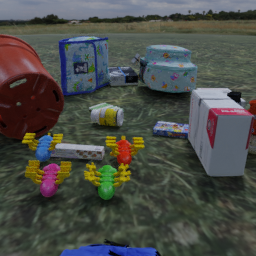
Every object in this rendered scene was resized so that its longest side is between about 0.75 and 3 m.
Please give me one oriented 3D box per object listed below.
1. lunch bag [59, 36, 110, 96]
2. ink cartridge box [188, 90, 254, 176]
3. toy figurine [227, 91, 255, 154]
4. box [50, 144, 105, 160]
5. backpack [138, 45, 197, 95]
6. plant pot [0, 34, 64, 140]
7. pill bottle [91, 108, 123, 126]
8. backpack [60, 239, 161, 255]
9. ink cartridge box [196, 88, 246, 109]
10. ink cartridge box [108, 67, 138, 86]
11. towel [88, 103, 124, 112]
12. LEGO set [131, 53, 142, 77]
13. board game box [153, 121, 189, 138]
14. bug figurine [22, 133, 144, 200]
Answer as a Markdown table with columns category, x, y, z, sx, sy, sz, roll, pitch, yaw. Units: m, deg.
| category | x | y | z | sx | sy | sz | roll | pitch | yaw |
| --- | --- | --- | --- | --- | --- | --- | --- | --- | --- |
| lunch bag | -2.053 | -2.870 | 12.633 | 1.732 | 2.311 | 2.718 | 12 | 25 | 28 |
| ink cartridge box | 2.119 | 0.020 | 6.797 | 0.837 | 1.458 | 2.008 | -1 | 23 | -1 |
| toy figurine | 3.747 | -0.213 | 7.663 | 2.021 | 1.406 | 1.990 | -6 | 18 | -10 |
| box | -1.276 | 0.588 | 7.011 | 1.363 | 0.264 | 0.282 | 3 | 23 | 7 |
| backpack | 1.798 | -2.547 | 12.310 | 2.367 | 2.064 | 2.692 | 2 | 29 | -11 |
| plant pot | -3.369 | -1.122 | 8.352 | 2.705 | 2.705 | 2.631 | -15 | 36 | -32 |
| pill bottle | -0.662 | -0.350 | 8.899 | 0.962 | 0.541 | 0.541 | 5 | 23 | 13 |
| backpack | 0.044 | 1.832 | 2.765 | 1.554 | 1.262 | 1.304 | 3 | 20 | 10 |
| ink cartridge box | 3.175 | -0.873 | 9.897 | 1.255 | 0.709 | 1.710 | 0 | 23 | -2 |
| ink cartridge box | -0.402 | -2.827 | 14.843 | 1.405 | 0.554 | 2.826 | -5 | 22 | -10 |
| towel | -0.801 | -0.668 | 10.209 | 1.119 | 0.131 | 0.853 | 21 | 31 | 38 |
| LEGO set | 0.775 | -3.133 | 15.174 | 0.832 | 0.895 | 2.182 | 48 | 11 | 17 |
| board game box | 1.333 | 0.040 | 8.428 | 1.045 | 0.180 | 0.708 | 7 | 24 | 16 |
| bug figurine | -1.004 | 0.739 | 6.122 | 2.702 | 0.695 | 2.095 | 4 | 29 | -2 |
